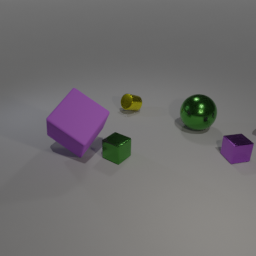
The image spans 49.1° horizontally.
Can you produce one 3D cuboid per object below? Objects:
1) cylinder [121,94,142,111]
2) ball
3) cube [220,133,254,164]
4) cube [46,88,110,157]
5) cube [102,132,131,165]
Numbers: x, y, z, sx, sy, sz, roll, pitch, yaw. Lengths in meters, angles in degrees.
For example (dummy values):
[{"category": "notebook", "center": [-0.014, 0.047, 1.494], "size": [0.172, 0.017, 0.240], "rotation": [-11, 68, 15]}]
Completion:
[{"category": "cylinder", "center": [0.152, -1.125, 12.327], "size": [0.700, 0.700, 0.700], "rotation": [26, 15, 39]}, {"category": "ball", "center": [2.708, -0.603, 10.794], "size": [1.400, 1.400, 1.400], "rotation": [0, 29, 0]}, {"category": "cube", "center": [3.578, 0.673, 9.236], "size": [0.700, 0.700, 0.700], "rotation": [-6, 28, -11]}, {"category": "cube", "center": [-1.639, -0.137, 9.063], "size": [1.400, 1.400, 1.400], "rotation": [34, 64, 0]}, {"category": "cube", "center": [-0.370, 0.660, 9.263], "size": [0.700, 0.700, 0.700], "rotation": [20, 34, 31]}]
